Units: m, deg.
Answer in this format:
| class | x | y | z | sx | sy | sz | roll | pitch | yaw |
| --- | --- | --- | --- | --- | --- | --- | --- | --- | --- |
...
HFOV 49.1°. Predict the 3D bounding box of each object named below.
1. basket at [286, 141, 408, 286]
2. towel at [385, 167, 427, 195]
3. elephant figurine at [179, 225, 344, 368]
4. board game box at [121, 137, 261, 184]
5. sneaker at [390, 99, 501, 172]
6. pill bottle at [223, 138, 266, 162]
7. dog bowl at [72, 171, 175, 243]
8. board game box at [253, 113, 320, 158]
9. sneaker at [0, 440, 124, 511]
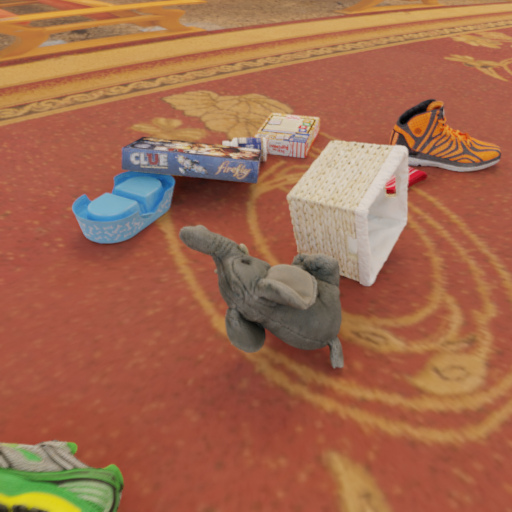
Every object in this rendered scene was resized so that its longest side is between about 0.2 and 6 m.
| class | x | y | z | sx | sy | sz | roll | pitch | yaw |
| --- | --- | --- | --- | --- | --- | --- | --- | --- | --- |
| basket | 1.842 | -0.914 | 10.788 | 1.625 | 2.003 | 2.021 | 19 | 54 | 29 |
| towel | 3.031 | -2.221 | 14.502 | 1.679 | 0.261 | 2.322 | -26 | 42 | -34 |
| elephant figurine | 0.118 | 0.635 | 8.641 | 2.455 | 1.737 | 1.904 | 10 | 4 | -45 |
| board game box | -1.476 | -2.384 | 13.742 | 3.148 | 0.545 | 2.133 | 6 | 19 | -1 |
| sneaker | 5.039 | -3.176 | 14.655 | 2.907 | 1.629 | 1.128 | 3 | 34 | 3 |
| pill bottle | -0.314 | -2.847 | 15.060 | 1.159 | 0.643 | 0.643 | -2 | 35 | -3 |
| dog bowl | -2.889 | -1.125 | 12.522 | 1.470 | 0.654 | 2.638 | 17 | 36 | 21 |
| board game box | 0.903 | -3.519 | 16.173 | 1.534 | 0.469 | 2.025 | 10 | 36 | 14 |
| sneaker | -2.872 | 2.749 | 6.861 | 2.624 | 1.024 | 1.118 | 18 | 30 | 9 |
